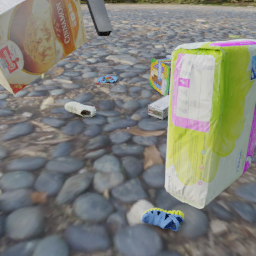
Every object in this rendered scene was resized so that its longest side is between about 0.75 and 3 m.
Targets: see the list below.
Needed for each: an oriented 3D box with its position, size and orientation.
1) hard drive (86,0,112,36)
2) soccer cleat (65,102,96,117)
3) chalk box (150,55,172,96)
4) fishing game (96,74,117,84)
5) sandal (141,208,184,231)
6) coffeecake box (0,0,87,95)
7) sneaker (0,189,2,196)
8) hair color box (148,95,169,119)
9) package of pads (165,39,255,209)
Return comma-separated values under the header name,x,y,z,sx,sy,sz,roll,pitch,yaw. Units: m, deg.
name,x,y,z,sx,sy,sz,roll,pitch,yaw
hard drive,-1.140,-4.363,9.508,0.510,2.411,1.626,-18,14,-4
soccer cleat,-1.648,-0.621,9.487,1.149,0.398,0.446,10,33,12
chalk box,1.867,-1.990,11.050,1.270,1.262,2.035,-9,31,-19
fishing game,-0.924,-2.230,12.570,0.921,0.200,1.287,5,30,14
sandal,0.665,1.746,5.301,0.826,0.328,0.360,0,33,4
coffeecake box,-1.958,-2.011,5.682,0.789,1.658,2.160,35,64,22
sneaker,-3.044,1.624,5.490,1.217,0.428,0.569,-21,49,-34
hair color box,1.287,-0.741,9.703,0.595,0.364,1.201,22,35,34
package of pads,1.269,-0.124,3.981,0.729,2.137,1.651,17,26,41
